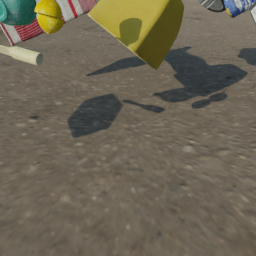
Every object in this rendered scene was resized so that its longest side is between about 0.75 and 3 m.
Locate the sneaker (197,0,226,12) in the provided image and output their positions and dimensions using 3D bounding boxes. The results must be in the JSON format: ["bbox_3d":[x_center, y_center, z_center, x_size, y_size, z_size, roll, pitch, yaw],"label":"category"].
[{"bbox_3d":[2.093,-4.544,8.204,2.439,0.915,1.409,34,42,-18],"label":"sneaker"}]

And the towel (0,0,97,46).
[{"bbox_3d":[-2.607,-4.017,8.262,2.966,2.136,0.337,-28,30,-9],"label":"towel"}]

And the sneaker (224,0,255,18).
[{"bbox_3d":[2.884,-3.142,6.853,0.669,0.571,1.517,-11,19,46],"label":"sneaker"}]

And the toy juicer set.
[{"bbox_3d":[-1.775,-2.029,4.687,1.656,2.603,0.708,31,54,-2],"label":"toy juicer set"}]

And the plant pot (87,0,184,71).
[{"bbox_3d":[0.430,-2.840,7.159,1.718,1.769,1.729,44,12,21],"label":"plant pot"}]

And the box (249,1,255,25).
[{"bbox_3d":[2.505,-0.720,3.448,1.612,0.492,2.035,9,58,-28],"label":"box"}]
